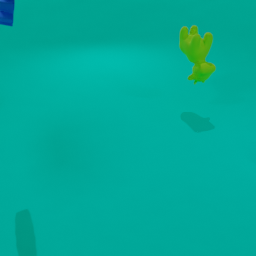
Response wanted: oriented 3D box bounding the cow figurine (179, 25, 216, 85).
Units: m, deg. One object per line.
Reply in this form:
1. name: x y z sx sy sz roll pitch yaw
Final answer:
1. cow figurine: 2.147 -2.284 8.883 0.862 1.546 1.571 -14 41 -20

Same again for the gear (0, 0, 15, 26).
1. gear: -2.123 -2.453 4.940 0.224 1.210 1.210 3 29 -25
